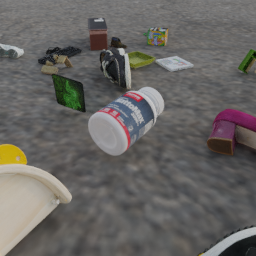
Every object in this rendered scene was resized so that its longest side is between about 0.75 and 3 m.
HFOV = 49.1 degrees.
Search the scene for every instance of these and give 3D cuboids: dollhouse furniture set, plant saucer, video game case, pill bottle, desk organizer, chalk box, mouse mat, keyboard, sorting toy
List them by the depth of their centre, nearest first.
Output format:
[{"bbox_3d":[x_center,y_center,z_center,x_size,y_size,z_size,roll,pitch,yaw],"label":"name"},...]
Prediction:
[{"bbox_3d":[-2.869,1.261,4.163,2.588,1.536,2.875,0,28,35],"label":"sorting toy"},{"bbox_3d":[0.035,-0.235,6.023,0.973,0.973,1.627,23,44,31],"label":"pill bottle"},{"bbox_3d":[-1.531,-0.885,7.313,0.887,1.102,0.041,18,53,12],"label":"mouse mat"},{"bbox_3d":[4.805,-2.054,9.913,1.540,0.773,1.009,9,26,-45],"label":"dollhouse furniture set"},{"bbox_3d":[-2.598,-2.183,10.300,0.742,0.636,0.780,12,70,19],"label":"dollhouse furniture set"},{"bbox_3d":[1.769,-2.477,10.757,1.012,0.132,1.111,-15,36,-22],"label":"video game case"},{"bbox_3d":[0.300,-2.620,10.853,1.124,0.269,1.122,-24,40,-31],"label":"plant saucer"},{"bbox_3d":[-2.892,-3.120,11.524,1.064,0.405,2.045,16,35,22],"label":"keyboard"},{"bbox_3d":[-1.415,-4.414,13.036,0.840,0.901,2.341,-4,33,-6],"label":"desk organizer"},{"bbox_3d":[1.258,-4.275,13.055,1.088,0.674,0.679,9,35,15],"label":"chalk box"}]

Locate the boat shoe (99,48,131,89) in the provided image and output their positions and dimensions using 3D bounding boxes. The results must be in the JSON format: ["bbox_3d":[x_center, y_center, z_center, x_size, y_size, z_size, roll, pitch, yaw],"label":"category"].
[{"bbox_3d":[-0.463,-2.016,9.173,0.896,1.098,2.971,-4,30,-6],"label":"boat shoe"}]

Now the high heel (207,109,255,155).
[{"bbox_3d":[3.191,0.129,5.889,2.830,0.954,1.360,15,46,27],"label":"high heel"}]

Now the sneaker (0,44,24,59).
[{"bbox_3d":[-4.955,-3.196,11.636,1.369,0.482,0.549,19,30,16],"label":"sneaker"}]

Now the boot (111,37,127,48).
[{"bbox_3d":[-0.419,-3.847,12.627,0.832,0.403,0.311,15,36,22],"label":"boot"}]

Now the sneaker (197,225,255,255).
[{"bbox_3d":[1.066,2.042,3.258,2.342,0.819,1.054,-17,44,-18],"label":"sneaker"}]
